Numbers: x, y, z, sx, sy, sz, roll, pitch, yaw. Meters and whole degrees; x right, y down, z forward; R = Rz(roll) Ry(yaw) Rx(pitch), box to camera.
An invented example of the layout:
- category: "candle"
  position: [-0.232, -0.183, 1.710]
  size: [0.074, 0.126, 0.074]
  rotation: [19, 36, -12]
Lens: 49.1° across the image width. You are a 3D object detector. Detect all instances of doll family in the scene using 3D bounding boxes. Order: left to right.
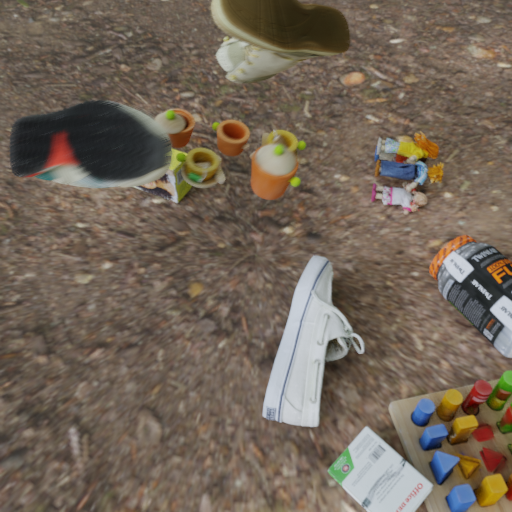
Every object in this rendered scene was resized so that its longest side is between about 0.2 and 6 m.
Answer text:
- category: "doll family"
  position: [3.227, -1.917, 11.835]
  size: [1.360, 0.987, 2.191]
  rotation: [8, 49, 7]

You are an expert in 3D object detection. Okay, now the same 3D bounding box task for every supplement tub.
- category: "supplement tub"
  position: [3.968, 0.626, 9.466]
  size: [1.219, 1.219, 1.990]
  rotation: [-25, 54, -20]

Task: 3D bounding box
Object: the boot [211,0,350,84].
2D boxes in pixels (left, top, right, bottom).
- category: "boot"
  position: [-0.056, -3.845, 10.005]
  size: [2.917, 1.051, 2.256]
  rotation: [-7, 3, -42]

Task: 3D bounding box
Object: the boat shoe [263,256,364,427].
- category: "boat shoe"
  position: [1.096, 1.323, 8.945]
  size: [1.266, 1.097, 2.970]
  rotation: [13, 52, 11]

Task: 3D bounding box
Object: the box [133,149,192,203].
- category: "box"
  position: [-2.656, -2.025, 11.961]
  size: [2.590, 0.975, 0.649]
  rotation: [20, 52, 18]

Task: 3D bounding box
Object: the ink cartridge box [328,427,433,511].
- category: "ink cartridge box"
  position: [1.701, 3.086, 7.688]
  size: [0.848, 0.480, 1.157]
  rotation: [-43, 60, -13]

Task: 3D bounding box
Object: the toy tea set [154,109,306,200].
- category: "toy tea set"
  position: [-0.398, -1.823, 9.071]
  size: [2.560, 0.947, 1.522]
  rotation: [9, 55, -7]

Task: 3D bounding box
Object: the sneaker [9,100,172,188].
- category: "sneaker"
  position: [-2.271, -1.611, 8.568]
  size: [3.258, 1.147, 1.523]
  rotation: [5, 5, 34]

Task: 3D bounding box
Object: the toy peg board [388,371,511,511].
- category: "toy peg board"
  position: [3.189, 2.611, 7.909]
  size: [1.941, 0.954, 1.950]
  rotation: [-9, 49, -8]
